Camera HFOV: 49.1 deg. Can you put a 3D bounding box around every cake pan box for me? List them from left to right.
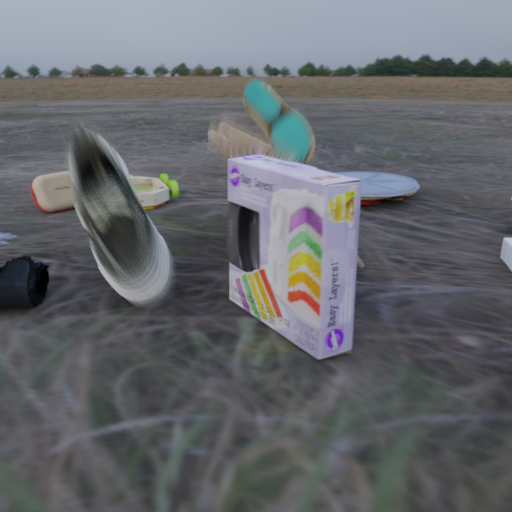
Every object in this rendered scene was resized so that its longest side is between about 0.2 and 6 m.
[{"bbox_3d":[0.351,-0.104,6.854,0.577,2.031,2.206,-9,21,-30],"label":"cake pan box"}]

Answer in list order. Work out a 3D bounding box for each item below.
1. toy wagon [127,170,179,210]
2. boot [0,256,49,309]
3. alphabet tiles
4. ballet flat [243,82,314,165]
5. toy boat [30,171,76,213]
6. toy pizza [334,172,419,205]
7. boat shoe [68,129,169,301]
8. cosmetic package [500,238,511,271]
[{"bbox_3d":[-3.072,-1.621,13.436,2.028,0.517,2.613,-7,20,-21],"label":"toy wagon"},{"bbox_3d":[-3.622,0.480,7.178,1.546,0.703,1.840,-4,13,-1],"label":"boot"},{"bbox_3d":[0.299,-1.137,9.146,0.113,2.510,3.003,-46,41,-5],"label":"alphabet tiles"},{"bbox_3d":[0.399,-1.882,8.206,0.617,0.572,1.751,-34,60,8],"label":"ballet flat"},{"bbox_3d":[-4.450,-1.377,12.600,1.292,0.843,0.845,-19,-3,-42],"label":"toy boat"},{"bbox_3d":[2.559,-1.621,13.562,2.671,0.423,2.671,-1,18,0],"label":"toy pizza"},{"bbox_3d":[-2.044,-0.615,7.758,0.964,0.868,2.727,-28,62,-3],"label":"boat shoe"},{"bbox_3d":[4.816,0.099,8.755,1.574,0.407,1.187,2,22,6],"label":"cosmetic package"}]
